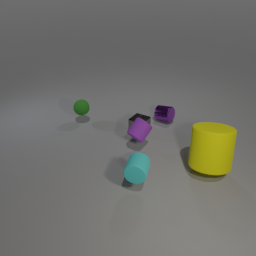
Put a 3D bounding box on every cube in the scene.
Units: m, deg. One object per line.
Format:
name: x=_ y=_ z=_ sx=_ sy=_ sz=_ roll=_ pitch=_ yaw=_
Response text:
cube: x=0.487 y=-0.121 z=11.838 sx=0.700 sy=0.700 sz=0.700 roll=18 pitch=35 yaw=28

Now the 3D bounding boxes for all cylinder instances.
cylinder: x=0.280 y=1.217 z=8.543 sx=0.700 sy=0.700 sz=0.700 roll=7 pitch=32 yaw=12
cylinder: x=1.656 y=-0.655 z=12.651 sx=0.700 sy=0.700 sz=0.700 roll=12 pitch=32 yaw=36
cylinder: x=2.773 y=0.645 z=9.278 sx=1.400 sy=1.400 sz=1.400 roll=2 pitch=16 yaw=-1
cylinder: x=0.438 y=0.080 z=10.456 sx=0.700 sy=0.700 sz=0.700 roll=30 pitch=83 yaw=40

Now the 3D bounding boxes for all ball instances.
ball: x=-2.038 y=-0.900 z=12.273 sx=0.700 sy=0.700 sz=0.700 roll=0 pitch=31 yaw=0
